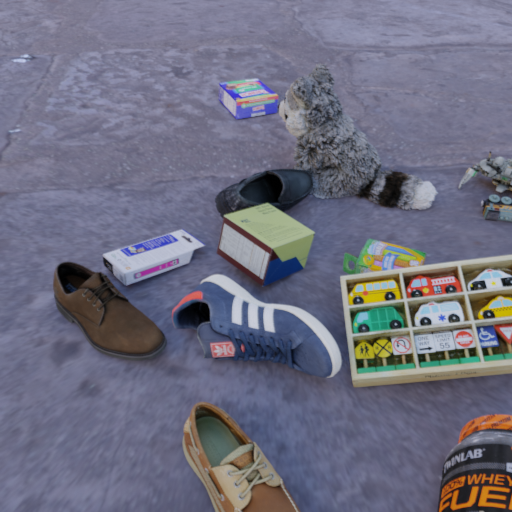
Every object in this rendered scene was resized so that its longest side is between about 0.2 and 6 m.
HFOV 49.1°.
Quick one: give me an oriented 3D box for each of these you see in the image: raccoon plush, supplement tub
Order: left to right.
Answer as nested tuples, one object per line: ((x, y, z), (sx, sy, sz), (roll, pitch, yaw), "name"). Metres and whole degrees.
((2.193, -2.648, 12.082), (3.716, 2.490, 1.798), (9, 38, 12), "raccoon plush")
((2.577, 2.863, 5.793), (1.376, 1.376, 2.246), (12, 39, 16), "supplement tub")

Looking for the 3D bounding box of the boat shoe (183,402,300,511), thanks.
((-0.205, 2.607, 6.583), (0.841, 0.821, 2.223), (-26, 44, -30), "boat shoe")

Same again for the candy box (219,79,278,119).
((-0.252, -4.554, 16.160), (1.274, 0.580, 1.507), (-13, 40, -19), "candy box")

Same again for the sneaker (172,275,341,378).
((-0.121, 1.234, 8.268), (2.800, 1.050, 1.183), (20, 39, 38), "sneaker")

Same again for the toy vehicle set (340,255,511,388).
((2.690, 0.948, 8.254), (2.733, 0.362, 1.698), (-8, 58, 8), "toy vehicle set")

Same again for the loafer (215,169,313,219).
((0.332, -1.282, 11.115), (2.511, 0.852, 0.881), (-21, -4, -40), "loafer")

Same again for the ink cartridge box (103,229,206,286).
((-1.857, -0.010, 10.340), (1.720, 0.319, 0.814), (-23, 39, -33), "ink cartridge box")

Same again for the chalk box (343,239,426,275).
((2.114, 0.313, 9.592), (1.329, 0.830, 0.824), (14, 39, 19), "chalk box")

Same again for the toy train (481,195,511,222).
((5.165, -0.944, 11.637), (0.940, 0.400, 0.536), (10, 51, 9), "toy train")

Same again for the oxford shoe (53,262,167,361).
((-2.391, 0.831, 8.740), (2.374, 1.002, 0.863), (27, 47, 23), "oxford shoe")

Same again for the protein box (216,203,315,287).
((0.157, -0.231, 10.052), (1.200, 0.809, 1.191), (35, 36, 31), "protein box")

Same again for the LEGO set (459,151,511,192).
((6.052, -1.862, 12.429), (2.945, 0.835, 1.913), (-12, 39, -15), "LEGO set")
